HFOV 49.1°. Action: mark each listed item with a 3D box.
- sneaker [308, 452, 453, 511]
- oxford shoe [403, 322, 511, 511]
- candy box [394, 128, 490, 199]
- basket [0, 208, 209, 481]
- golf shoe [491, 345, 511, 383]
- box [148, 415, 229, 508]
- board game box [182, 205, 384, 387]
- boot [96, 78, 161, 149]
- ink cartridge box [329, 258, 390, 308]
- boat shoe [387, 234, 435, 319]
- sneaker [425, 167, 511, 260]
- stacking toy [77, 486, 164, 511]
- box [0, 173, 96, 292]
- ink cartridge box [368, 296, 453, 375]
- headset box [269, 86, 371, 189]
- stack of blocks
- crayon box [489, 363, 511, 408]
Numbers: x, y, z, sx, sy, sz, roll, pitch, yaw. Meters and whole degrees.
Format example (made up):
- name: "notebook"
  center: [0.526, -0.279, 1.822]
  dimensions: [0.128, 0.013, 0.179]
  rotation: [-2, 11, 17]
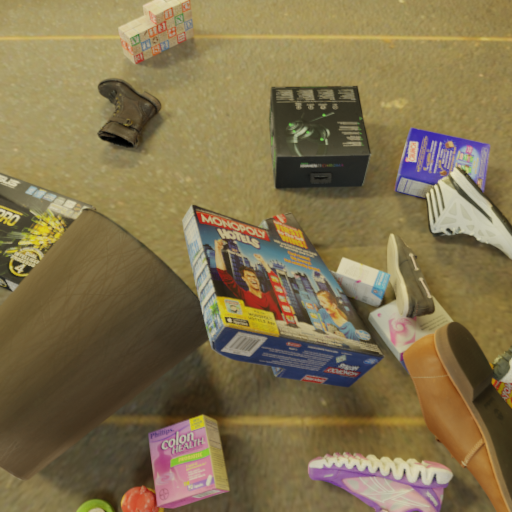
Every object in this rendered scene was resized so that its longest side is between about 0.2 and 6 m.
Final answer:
- name: "sneaker"
  center: [1.835, 3.513, 8.434]
  dimensions: [2.136, 0.859, 0.944]
  rotation: [5, 79, 8]
- name: "oxford shoe"
  center: [3.411, 2.835, 8.787]
  dimensions: [1.229, 1.228, 3.445]
  rotation: [-2, 64, -46]
- name: "candy box"
  center: [3.982, -1.885, 12.037]
  dimensions: [1.734, 0.668, 1.466]
  rotation: [16, 60, 9]
- name: "basket"
  center: [-2.942, 1.474, 8.906]
  dimensions: [3.196, 2.410, 3.544]
  rotation: [37, 68, 14]
- name: "golf shoe"
  center: [5.089, 1.648, 9.282]
  dimensions: [2.668, 1.030, 1.175]
  rotation: [-16, 55, -22]
- name: "box"
  center: [-1.044, 3.162, 8.610]
  dimensions: [0.976, 0.536, 1.109]
  rotation: [-21, 58, 11]
- name: "board game box"
  center: [0.187, 0.432, 9.560]
  dimensions: [3.267, 1.007, 3.265]
  rotation: [17, 37, -35]
- name: "boot"
  center: [-3.221, -3.286, 12.986]
  dimensions: [1.804, 0.624, 1.570]
  rotation: [22, 59, 11]
- name: "ink cartridge box"
  center: [1.841, 0.461, 10.490]
  dimensions: [1.177, 0.677, 0.399]
  rotation: [20, 59, 12]
- name: "boat shoe"
  center: [2.841, 0.368, 10.420]
  dimensions: [0.576, 0.676, 2.021]
  rotation: [3, 42, 0]
- name: "sneaker"
  center: [4.255, -0.585, 11.238]
  dimensions: [2.210, 1.271, 0.834]
  rotation: [50, 25, 1]
- name: "stacking toy"
  center: [-2.080, 4.118, 8.126]
  dimensions: [1.352, 0.631, 1.494]
  rotation: [-1, 56, -1]
- name: "box"
  center: [-4.790, -0.448, 11.108]
  dimensions: [2.649, 0.650, 2.135]
  rotation: [20, 56, 13]
- name: "ink cartridge box"
  center: [2.922, 1.318, 10.183]
  dimensions: [1.260, 0.278, 1.283]
  rotation: [-25, 59, -16]
- name: "headset box"
  center: [1.327, -2.560, 12.241]
  dimensions: [1.988, 1.059, 2.283]
  rotation: [-2, 57, -2]
- name: "stack of blocks"
  center: [-2.561, -5.880, 14.405]
  dimensions: [1.891, 1.089, 0.554]
  rotation: [-35, 63, -20]
- name: "crayon box"
  center: [3.920, 2.276, 9.514]
  dimensions: [1.312, 0.333, 0.833]
  rotation: [28, 61, 18]
